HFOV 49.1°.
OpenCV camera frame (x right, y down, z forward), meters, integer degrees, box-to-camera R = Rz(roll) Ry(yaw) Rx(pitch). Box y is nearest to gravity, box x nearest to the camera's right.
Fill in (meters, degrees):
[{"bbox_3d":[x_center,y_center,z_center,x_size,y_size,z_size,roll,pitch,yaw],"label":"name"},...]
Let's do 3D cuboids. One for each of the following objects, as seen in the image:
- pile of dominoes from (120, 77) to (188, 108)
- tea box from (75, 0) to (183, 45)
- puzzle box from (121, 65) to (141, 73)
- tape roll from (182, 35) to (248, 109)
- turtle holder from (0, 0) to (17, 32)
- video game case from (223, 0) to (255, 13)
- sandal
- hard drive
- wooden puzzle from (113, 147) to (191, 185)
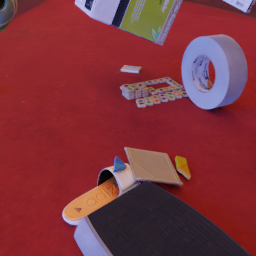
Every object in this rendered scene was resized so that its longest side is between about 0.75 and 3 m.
[{"bbox_3d":[1.013,-1.520,10.514,2.431,0.387,1.895,-15,34,-22],"label":"pile of dominoes"},{"bbox_3d":[-0.053,-4.085,8.858,2.515,1.708,2.556,12,25,-29],"label":"tea box"},{"bbox_3d":[0.145,-2.664,12.665,0.834,0.106,0.555,8,33,13],"label":"puzzle box"},{"bbox_3d":[2.722,-1.810,9.120,0.762,2.307,2.307,-14,34,-22],"label":"tape roll"},{"bbox_3d":[-2.592,-2.289,4.798,1.368,1.039,0.971,10,-23,-41],"label":"turtle holder"},{"bbox_3d":[2.762,-3.683,6.914,0.232,1.176,1.297,-14,49,-42],"label":"video game case"},{"bbox_3d":[-0.374,1.214,5.782,2.131,0.611,0.816,-27,40,-36],"label":"sandal"},{"bbox_3d":[0.649,2.032,4.409,2.003,0.628,2.969,-23,38,-33],"label":"hard drive"},{"bbox_3d":[0.552,0.877,6.301,1.941,0.227,1.309,14,25,-14],"label":"wooden puzzle"}]
